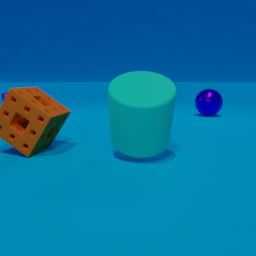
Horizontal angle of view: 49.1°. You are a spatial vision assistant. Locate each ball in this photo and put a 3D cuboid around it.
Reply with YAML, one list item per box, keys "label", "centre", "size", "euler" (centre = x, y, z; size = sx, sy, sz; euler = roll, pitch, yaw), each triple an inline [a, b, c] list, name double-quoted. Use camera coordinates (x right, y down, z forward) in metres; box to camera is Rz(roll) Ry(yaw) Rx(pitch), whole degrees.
- label: "ball"
  centre: [2.992, -0.948, 10.382]
  size: [1.007, 1.007, 1.007]
  euler: [0, 10, 0]

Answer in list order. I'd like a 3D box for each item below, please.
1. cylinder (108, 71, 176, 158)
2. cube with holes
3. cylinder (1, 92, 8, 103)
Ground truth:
- label: "cylinder"
  centre: [0.221, -0.237, 4.701]
  size: [1.067, 1.067, 1.067]
  euler: [0, 40, 0]
- label: "cube with holes"
  centre: [-1.819, -0.154, 5.319]
  size: [0.887, 0.887, 0.887]
  euler: [35, 15, 4]
- label: "cylinder"
  centre: [-3.921, -0.875, 9.971]
  size: [0.887, 0.887, 0.887]
  euler: [-17, 17, -29]
